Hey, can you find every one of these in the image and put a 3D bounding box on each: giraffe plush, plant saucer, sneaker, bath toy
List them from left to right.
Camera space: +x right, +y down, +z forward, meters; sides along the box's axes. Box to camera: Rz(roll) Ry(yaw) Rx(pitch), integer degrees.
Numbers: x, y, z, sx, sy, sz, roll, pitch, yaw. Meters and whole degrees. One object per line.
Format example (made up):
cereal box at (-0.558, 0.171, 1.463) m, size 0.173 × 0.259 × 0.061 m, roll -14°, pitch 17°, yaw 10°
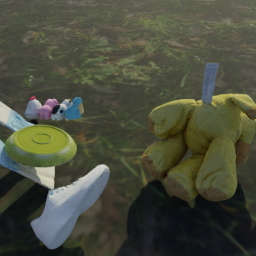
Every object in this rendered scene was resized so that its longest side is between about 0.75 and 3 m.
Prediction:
plant saucer at (-1.901, 0.316, 6.201) m, size 1.530 × 0.238 × 1.530 m, roll 10°, pitch 29°, yaw -5°
bath toy at (-2.267, -0.597, 8.401) m, size 1.884 × 0.696 × 0.819 m, roll 2°, pitch 6°, yaw 25°
sneaker at (-1.179, 1.380, 5.621) m, size 0.833 × 0.708 × 1.882 m, roll 31°, pitch 69°, yaw 26°
giraffe plush at (2.074, 0.159, 6.629) m, size 2.373 × 2.927 × 2.525 m, roll 5°, pitch 22°, yaw -48°

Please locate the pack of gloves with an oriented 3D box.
pack of gloves at (-2.848, 0.328, 6.672) m, size 0.480 × 2.434 × 2.045 m, roll -40°, pitch 35°, yaw 16°
